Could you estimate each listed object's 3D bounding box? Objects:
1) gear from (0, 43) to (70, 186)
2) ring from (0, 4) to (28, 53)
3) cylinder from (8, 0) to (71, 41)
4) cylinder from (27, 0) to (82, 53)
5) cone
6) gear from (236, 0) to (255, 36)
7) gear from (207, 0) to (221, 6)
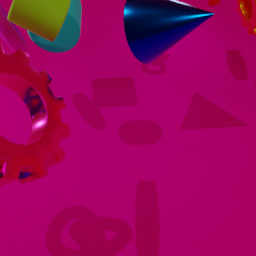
[{"bbox_3d":[-1.597,-0.210,3.797,0.355,1.920,1.920,-20,49,28],"label":"gear"},{"bbox_3d":[-2.879,-2.439,6.418,0.333,1.667,1.667,-33,60,-5],"label":"ring"},{"bbox_3d":[-1.677,-2.248,5.307,0.890,0.890,0.890,22,50,-26],"label":"cylinder"},{"bbox_3d":[-1.852,-2.826,7.218,1.268,1.268,1.268,-3,51,-2],"label":"cylinder"},{"bbox_3d":[1.052,-2.324,6.103,1.673,1.667,1.667,2,50,35],"label":"cone"},{"bbox_3d":[2.830,-2.929,6.424,0.286,1.544,1.544,-18,54,10],"label":"gear"},{"bbox_3d":[2.269,-4.194,7.627,0.289,1.565,1.565,-8,53,14],"label":"gear"}]
